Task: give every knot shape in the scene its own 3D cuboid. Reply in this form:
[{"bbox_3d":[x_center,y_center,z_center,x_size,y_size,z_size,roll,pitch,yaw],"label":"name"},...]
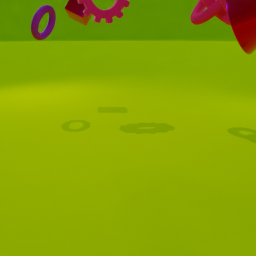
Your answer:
[{"bbox_3d":[2.210,-3.366,7.296,0.827,1.790,1.675,-14,-1,-21],"label":"knot shape"}]

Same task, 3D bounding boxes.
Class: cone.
[{"bbox_3d":[2.843,-2.350,5.313,1.458,1.452,1.452,-14,7,39],"label":"cone"}]

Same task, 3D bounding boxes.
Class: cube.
[{"bbox_3d":[-1.688,-4.220,9.906,0.727,0.727,0.727,28,-1,3],"label":"cube"}]

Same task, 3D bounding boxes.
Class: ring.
[{"bbox_3d":[-2.480,-3.092,8.253,0.211,1.055,1.055,29,24,6],"label":"ring"}]

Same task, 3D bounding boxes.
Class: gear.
[{"bbox_3d":[-0.691,-3.820,8.065,1.504,1.504,0.278,-5,24,-15],"label":"gear"}]
